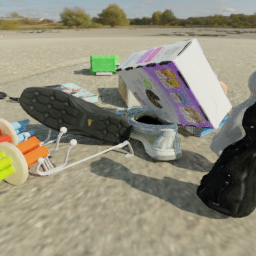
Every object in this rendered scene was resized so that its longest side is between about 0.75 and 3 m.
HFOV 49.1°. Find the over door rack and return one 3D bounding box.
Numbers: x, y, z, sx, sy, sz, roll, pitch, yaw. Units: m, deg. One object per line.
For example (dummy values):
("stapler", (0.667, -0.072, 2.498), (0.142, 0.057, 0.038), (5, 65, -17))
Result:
("over door rack", (-1.300, 0.290, 7.104), (2.349, 0.782, 1.735), (-11, 25, -26))

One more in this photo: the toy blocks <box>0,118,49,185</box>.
("toy blocks", (-2.796, 0.492, 6.319), (2.232, 0.973, 2.678), (11, 24, 26))

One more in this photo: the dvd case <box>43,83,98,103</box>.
("dvd case", (-2.820, -1.417, 11.951), (2.101, 0.317, 2.878), (-12, 26, -28))

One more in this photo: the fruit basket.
("fruit basket", (-1.405, -3.810, 17.234), (2.396, 1.213, 2.587), (-1, 6, -3))

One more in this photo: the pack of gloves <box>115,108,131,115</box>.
("pack of gloves", (-0.123, -0.650, 10.258), (0.667, 0.157, 0.794), (0, 22, 3))

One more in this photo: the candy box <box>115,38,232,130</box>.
("candy box", (1.179, -1.142, 7.861), (0.944, 2.213, 2.638), (-48, 28, -19))

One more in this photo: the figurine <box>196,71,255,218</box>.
("figurine", (2.187, 0.003, 4.878), (0.993, 2.250, 2.306), (22, 40, 11))

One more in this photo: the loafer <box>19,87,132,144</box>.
("loafer", (-1.361, -0.290, 7.499), (2.995, 1.017, 1.051), (19, -1, -18))

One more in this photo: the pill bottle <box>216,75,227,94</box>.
("pill bottle", (2.750, -1.665, 11.164), (1.349, 1.349, 2.539), (-9, 23, -21))

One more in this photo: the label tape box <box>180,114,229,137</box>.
("label tape box", (2.379, -0.166, 8.420), (1.051, 0.461, 1.457), (-21, 28, -20))

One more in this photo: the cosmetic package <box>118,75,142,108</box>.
("cosmetic package", (0.404, -1.635, 11.653), (1.327, 0.897, 2.523), (-1, 22, -9))

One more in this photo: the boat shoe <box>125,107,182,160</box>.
("boat shoe", (0.620, -0.090, 7.762), (1.090, 0.948, 2.958), (-5, 21, -13))

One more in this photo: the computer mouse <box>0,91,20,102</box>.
("computer mouse", (-5.081, -1.249, 11.667), (1.900, 0.323, 0.557), (15, 14, 21))
